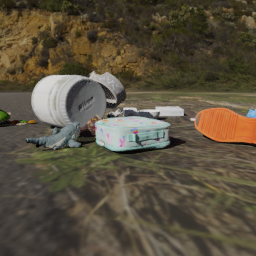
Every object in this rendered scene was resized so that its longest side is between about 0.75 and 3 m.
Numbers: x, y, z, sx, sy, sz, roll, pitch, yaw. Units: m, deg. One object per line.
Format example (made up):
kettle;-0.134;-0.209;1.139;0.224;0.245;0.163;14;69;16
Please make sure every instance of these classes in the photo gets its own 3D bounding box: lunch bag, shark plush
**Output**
lunch bag;0.123;0.168;7.757;1.956;0.754;1.569;-6;14;-31
shark plush;-2.031;0.222;7.689;1.598;0.666;0.726;-6;11;-32

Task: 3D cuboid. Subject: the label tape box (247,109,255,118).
label tape box;5.625;-0.420;11.539;2.059;0.681;1.475;3;10;6

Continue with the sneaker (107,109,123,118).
sneaker;-0.654;-0.620;13.831;0.919;0.373;0.345;-23;61;-34

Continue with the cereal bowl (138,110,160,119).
cereal bowl;1.006;-0.618;13.411;1.060;0.441;1.060;0;10;0

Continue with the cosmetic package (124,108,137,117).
cosmetic package;0.112;-0.738;14.028;0.667;0.486;1.312;0;11;-3

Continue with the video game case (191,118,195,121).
video game case;3.604;-0.426;13.299;0.807;0.098;1.129;8;12;39

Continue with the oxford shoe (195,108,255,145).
oxford shoe;3.358;0.068;8.427;2.836;1.011;1.034;18;1;43

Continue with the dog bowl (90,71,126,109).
dog bowl;-0.948;-1.518;11.514;1.776;1.776;0.521;8;52;41

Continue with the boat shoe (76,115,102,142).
boat shoe;-0.999;-0.034;8.852;2.177;0.784;0.785;-3;10;-19

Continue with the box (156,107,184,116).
box;2.278;-0.940;15.575;1.387;0.366;1.779;0;9;1

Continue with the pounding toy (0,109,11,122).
pounding toy;-5.810;-0.700;11.722;1.525;0.917;1.975;-13;14;-14

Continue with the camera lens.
camera lens;-2.320;-1.000;10.799;2.038;2.038;2.547;-9;14;-43

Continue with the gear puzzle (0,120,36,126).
gear puzzle;-4.692;-0.263;12.040;1.452;0.190;0.752;-1;10;-9
